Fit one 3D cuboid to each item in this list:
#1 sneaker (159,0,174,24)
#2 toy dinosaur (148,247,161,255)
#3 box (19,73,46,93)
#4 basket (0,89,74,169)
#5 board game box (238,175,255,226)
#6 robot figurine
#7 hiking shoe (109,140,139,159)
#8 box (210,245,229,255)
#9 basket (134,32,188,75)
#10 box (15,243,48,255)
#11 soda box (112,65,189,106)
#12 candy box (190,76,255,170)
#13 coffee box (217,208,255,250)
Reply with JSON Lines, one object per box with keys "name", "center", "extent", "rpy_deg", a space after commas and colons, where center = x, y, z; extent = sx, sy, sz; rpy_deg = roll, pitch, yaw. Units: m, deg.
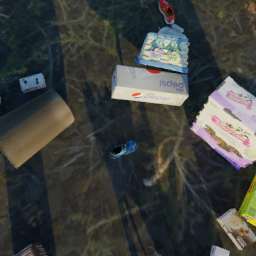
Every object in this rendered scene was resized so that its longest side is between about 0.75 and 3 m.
{"name": "sneaker", "center": [1.848, -5.484, 12.938], "extent": [0.527, 0.581, 1.367], "rpy_deg": [-19, 72, -7]}
{"name": "toy dinosaur", "center": [1.374, 5.102, 8.924], "extent": [2.866, 1.230, 1.942], "rpy_deg": [16, 76, -4]}
{"name": "box", "center": [-4.014, -1.895, 11.821], "extent": [0.971, 0.292, 0.566], "rpy_deg": [-18, 71, -6]}
{"name": "basket", "center": [-3.528, -0.085, 10.352], "extent": [2.702, 2.436, 1.838], "rpy_deg": [-38, 114, -21]}
{"name": "board game box", "center": [5.234, 2.300, 10.145], "extent": [1.380, 0.647, 2.717], "rpy_deg": [30, 73, 10]}
{"name": "robot figurine", "center": [1.895, -3.819, 12.190], "extent": [1.538, 0.869, 1.305], "rpy_deg": [29, 107, 10]}
{"name": "hiking shoe", "center": [-0.117, 0.792, 10.744], "extent": [1.212, 0.526, 0.451], "rpy_deg": [-29, 73, -10]}
{"name": "box", "center": [2.787, 5.184, 9.217], "extent": [0.502, 0.469, 2.422], "rpy_deg": [17, 71, 6]}
{"name": "basket", "center": [1.292, -2.451, 11.310], "extent": [2.261, 1.784, 2.564], "rpy_deg": [8, 108, 0]}
{"name": "box", "center": [-3.136, 4.643, 9.065], "extent": [1.101, 1.112, 1.340], "rpy_deg": [-33, 74, -11]}
{"name": "soda box", "center": [0.844, -1.621, 10.842], "extent": [2.872, 0.911, 0.980], "rpy_deg": [6, 67, -12]}
{"name": "candy box", "center": [3.686, -0.013, 9.723], "extent": [1.065, 2.978, 2.498], "rpy_deg": [-43, 75, -13]}
{"name": "coffee box", "center": [3.794, 3.530, 9.796], "extent": [0.690, 0.481, 1.207], "rpy_deg": [-31, 73, -10]}
